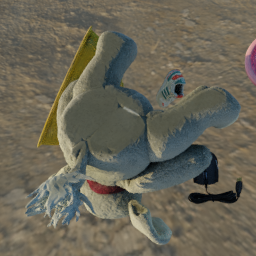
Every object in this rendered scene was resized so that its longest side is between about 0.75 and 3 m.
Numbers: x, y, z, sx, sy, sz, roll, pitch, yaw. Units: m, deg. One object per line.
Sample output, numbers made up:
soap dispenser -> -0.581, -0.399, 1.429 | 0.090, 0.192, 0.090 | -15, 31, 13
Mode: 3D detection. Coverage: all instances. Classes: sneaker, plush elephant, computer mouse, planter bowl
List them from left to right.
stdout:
planter bowl -> -0.797, -0.606, 5.669 | 1.074, 2.579, 2.579 | 24, 52, -13
plush elephant -> -0.092, 0.469, 4.296 | 2.383, 2.240, 2.893 | 29, 63, 18
sneaker -> 0.797, -0.624, 5.143 | 0.310, 0.882, 0.412 | -7, 51, -26
computer mouse -> 1.568, 0.793, 5.023 | 0.890, 0.292, 1.268 | -3, 38, 23

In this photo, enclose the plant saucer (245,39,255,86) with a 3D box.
plant saucer -> 4.207, -1.631, 7.068 | 2.321, 0.588, 2.321 | -11, 58, 18
